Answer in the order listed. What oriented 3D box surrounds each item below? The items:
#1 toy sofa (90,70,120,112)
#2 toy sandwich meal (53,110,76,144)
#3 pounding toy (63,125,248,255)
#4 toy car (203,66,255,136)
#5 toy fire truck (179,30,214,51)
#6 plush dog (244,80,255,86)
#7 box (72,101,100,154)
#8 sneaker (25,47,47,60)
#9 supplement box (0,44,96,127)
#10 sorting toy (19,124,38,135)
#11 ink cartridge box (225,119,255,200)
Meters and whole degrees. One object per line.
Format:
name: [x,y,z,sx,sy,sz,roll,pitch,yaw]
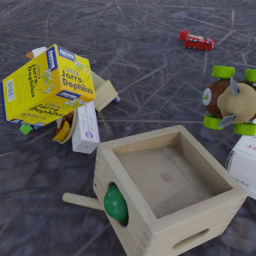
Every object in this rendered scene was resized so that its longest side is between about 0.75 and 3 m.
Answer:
toy sofa: [-1.357,-1.471,10.081,0.935,1.102,2.258,-42,50,-9]
toy sandwich meal: [-1.887,-0.182,8.035,0.447,1.306,1.306,15,29,-33]
pounding toy: [0.316,1.415,5.857,2.712,1.928,2.497,-12,44,-26]
toy car: [1.985,-0.507,5.451,1.294,1.347,1.640,13,14,27]
toy fire truck: [3.376,-4.358,13.947,1.812,0.442,1.278,14,40,17]
plush dog: [5.025,-1.863,10.465,1.424,1.142,1.223,-8,15,-9]
box: [-1.388,-0.614,8.424,0.566,0.607,2.927,12,46,-30]
sneaker: [-2.137,-1.187,7.092,0.664,1.569,0.571,-23,19,-19]
supplement box: [-1.651,-0.758,5.678,1.723,0.938,0.944,-23,72,30]
sorting toy: [-2.655,-0.748,8.815,1.463,0.354,2.599,-32,26,22]
ink cartridge box: [3.966,0.630,7.046,2.059,1.199,2.827,26,47,29]
